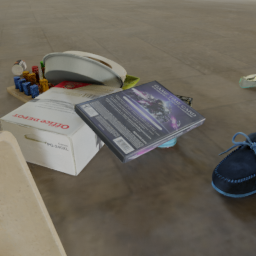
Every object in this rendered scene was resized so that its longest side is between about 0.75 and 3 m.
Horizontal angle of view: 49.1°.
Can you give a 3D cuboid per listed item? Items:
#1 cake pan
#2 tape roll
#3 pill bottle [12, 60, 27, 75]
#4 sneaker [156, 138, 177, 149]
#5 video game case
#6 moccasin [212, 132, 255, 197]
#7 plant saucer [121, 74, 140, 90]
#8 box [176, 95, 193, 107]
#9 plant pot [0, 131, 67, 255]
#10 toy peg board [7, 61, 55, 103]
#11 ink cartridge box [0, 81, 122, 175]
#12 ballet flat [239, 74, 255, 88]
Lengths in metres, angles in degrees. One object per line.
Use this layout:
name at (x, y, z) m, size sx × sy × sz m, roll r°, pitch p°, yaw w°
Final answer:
cake pan at (-1.418, -1.474, 8.637) m, size 2.552 × 0.468 × 2.552 m, roll 14°, pitch -12°, yaw 3°
tape roll at (-1.242, -2.123, 10.014) m, size 2.423 × 0.443 × 2.423 m, roll 15°, pitch 26°, yaw -8°
pill bottle at (-4.584, -2.598, 11.872) m, size 0.476 × 0.476 × 0.896 m, roll -3°, pitch 30°, yaw -5°
sneaker at (0.748, -0.409, 7.665) m, size 0.865 × 1.042 × 2.181 m, roll -11°, pitch 33°, yaw -18°
video game case at (0.323, -0.301, 6.414) m, size 2.511 × 0.238 × 1.794 m, roll -22°, pitch 51°, yaw -35°
moccasin at (2.873, 0.479, 6.237) m, size 2.899 × 0.989 × 1.167 m, roll -25°, pitch 39°, yaw -35°
plant saucer at (-0.504, -1.654, 10.422) m, size 1.419 × 0.340 × 1.417 m, roll 22°, pitch 37°, yaw 32°
box at (1.588, -0.692, 8.802) m, size 0.684 × 0.360 × 0.836 m, roll 14°, pitch 34°, yaw 21°
plant pot at (-2.128, 2.075, 2.034) m, size 2.603 × 2.936 × 2.940 m, roll -5°, pitch 30°, yaw 9°
toy peg board at (-3.150, -1.696, 9.979) m, size 1.789 × 0.875 × 1.781 m, roll 26°, pitch 39°, yaw 36°
ink cartridge box at (-1.511, -0.173, 7.179) m, size 1.946 × 1.117 × 2.679 m, roll 12°, pitch 33°, yaw 20°
ballet flat at (4.903, -1.792, 10.545) m, size 1.435 × 0.457 × 0.483 m, roll -4°, pitch 31°, yaw -8°
